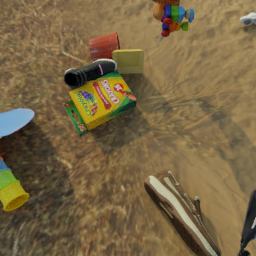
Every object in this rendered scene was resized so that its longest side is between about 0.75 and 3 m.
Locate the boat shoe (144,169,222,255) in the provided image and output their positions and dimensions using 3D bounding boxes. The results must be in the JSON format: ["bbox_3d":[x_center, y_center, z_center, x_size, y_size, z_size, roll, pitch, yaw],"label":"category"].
[{"bbox_3d":[1.524,2.089,7.082,0.950,0.949,2.568,-32,69,-20],"label":"boat shoe"}]

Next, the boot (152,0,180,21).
[{"bbox_3d":[0.895,-3.551,7.595,1.440,1.861,0.686,-20,85,-35],"label":"boot"}]

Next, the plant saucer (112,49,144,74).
[{"bbox_3d":[0.008,-2.168,8.981,0.983,0.983,0.238,-2,58,-1],"label":"plant saucer"}]

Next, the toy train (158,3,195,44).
[{"bbox_3d":[1.265,-2.705,7.513,0.774,1.338,0.566,0,71,-1],"label":"toy train"}]

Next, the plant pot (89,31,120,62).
[{"bbox_3d":[-0.756,-2.623,9.247,0.944,0.971,0.971,-9,66,4],"label":"plant pot"}]

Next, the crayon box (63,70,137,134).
[{"bbox_3d":[-0.899,-0.808,8.612,2.006,0.510,1.273,-28,69,-12],"label":"crayon box"}]

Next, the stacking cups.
[{"bbox_3d":[-3.553,1.122,7.672,0.697,0.697,2.303,-34,68,-14],"label":"stacking cups"}]

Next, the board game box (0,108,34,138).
[{"bbox_3d":[-3.950,0.254,7.737,2.900,0.565,2.291,-15,23,-8],"label":"board game box"}]

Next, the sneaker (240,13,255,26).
[{"bbox_3d":[4.436,-3.983,10.180,0.891,0.347,0.443,-6,59,-13],"label":"sneaker"}]

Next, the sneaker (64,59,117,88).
[{"bbox_3d":[-1.196,-1.651,8.668,1.746,0.617,0.866,-12,25,7],"label":"sneaker"}]

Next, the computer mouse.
[{"bbox_3d":[2.483,1.999,5.549,0.339,1.034,1.473,13,78,30],"label":"computer mouse"}]
